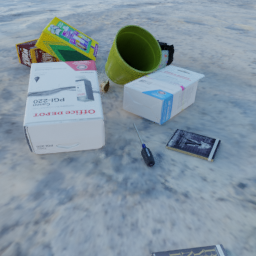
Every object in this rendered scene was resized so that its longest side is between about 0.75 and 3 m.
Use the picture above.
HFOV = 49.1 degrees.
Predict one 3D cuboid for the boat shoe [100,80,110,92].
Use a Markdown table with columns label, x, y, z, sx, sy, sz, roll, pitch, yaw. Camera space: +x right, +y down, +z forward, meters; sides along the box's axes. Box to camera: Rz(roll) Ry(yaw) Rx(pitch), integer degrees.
| label | x | y | z | sx | sy | sz | roll | pitch | yaw |
| --- | --- | --- | --- | --- | --- | --- | --- | --- | --- |
| boat shoe | -0.976 | -1.686 | 11.418 | 0.303 | 0.335 | 0.940 | -3 | 25 | 9 |

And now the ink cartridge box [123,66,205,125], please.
| label | x | y | z | sx | sy | sz | roll | pitch | yaw |
| --- | --- | --- | --- | --- | --- | --- | --- | --- | --- |
| ink cartridge box | 1.369 | -1.311 | 10.143 | 1.653 | 0.974 | 2.871 | 26 | 39 | 32 |

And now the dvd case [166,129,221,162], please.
| label | x | y | z | sx | sy | sz | roll | pitch | yaw |
| --- | --- | --- | --- | --- | --- | --- | --- | --- | --- |
| dvd case | 1.935 | 0.475 | 8.239 | 1.382 | 0.110 | 1.028 | 15 | 36 | 22 |

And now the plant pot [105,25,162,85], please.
| label | x | y | z | sx | sy | sz | roll | pitch | yaw |
| --- | --- | --- | --- | --- | --- | --- | --- | --- | --- |
| plant pot | 0.006 | -2.681 | 11.146 | 1.979 | 1.979 | 1.905 | -23 | -5 | -31 |

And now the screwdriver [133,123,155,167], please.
| label | x | y | z | sx | sy | sz | roll | pitch | yaw |
| --- | --- | --- | --- | --- | --- | --- | --- | --- | --- |
| screwdriver | 0.431 | 0.379 | 8.193 | 0.305 | 0.292 | 2.095 | -27 | 35 | 10 |

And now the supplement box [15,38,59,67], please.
| label | x | y | z | sx | sy | sz | roll | pitch | yaw |
| --- | --- | --- | --- | --- | --- | --- | --- | --- | --- |
| supplement box | -4.492 | -3.714 | 13.921 | 1.450 | 0.963 | 1.430 | 25 | 40 | 33 |

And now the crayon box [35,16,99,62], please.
| label | x | y | z | sx | sy | sz | roll | pitch | yaw |
| --- | --- | --- | --- | --- | --- | --- | --- | --- | --- |
| crayon box | -2.766 | -4.007 | 13.412 | 2.547 | 0.861 | 2.953 | 27 | 28 | -18 |

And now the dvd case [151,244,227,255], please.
| label | x | y | z | sx | sy | sz | roll | pitch | yaw |
| --- | --- | --- | --- | --- | --- | --- | --- | --- | --- |
| dvd case | 1.196 | 2.610 | 4.943 | 1.409 | 0.113 | 1.048 | -4 | 33 | -6 |

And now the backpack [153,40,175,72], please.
| label | x | y | z | sx | sy | sz | roll | pitch | yaw |
| --- | --- | --- | --- | --- | --- | --- | --- | --- | --- |
| backpack | 0.841 | -3.279 | 12.886 | 2.171 | 1.374 | 1.812 | -11 | 22 | -16 |

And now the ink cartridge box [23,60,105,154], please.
| label | x | y | z | sx | sy | sz | roll | pitch | yaw |
| --- | --- | --- | --- | --- | --- | --- | --- | --- | --- |
| ink cartridge box | -1.897 | -0.748 | 8.555 | 2.129 | 1.239 | 2.923 | -5 | 48 | -8 |
